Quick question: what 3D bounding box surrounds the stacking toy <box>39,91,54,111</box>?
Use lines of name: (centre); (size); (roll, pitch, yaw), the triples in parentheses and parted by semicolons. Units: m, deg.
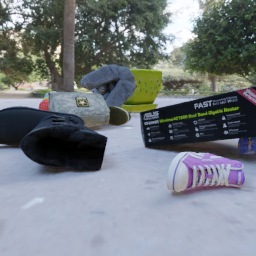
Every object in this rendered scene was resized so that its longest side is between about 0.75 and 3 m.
stacking toy: (-4.683, -1.407, 16.867); (1.279, 1.279, 2.996); (-1, 14, -6)

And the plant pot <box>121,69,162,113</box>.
plant pot: (0.274, -2.363, 17.918); (2.864, 2.612, 2.878); (8, 11, 43)

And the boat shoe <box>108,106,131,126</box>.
boat shoe: (-0.582, -0.513, 11.073); (0.689, 0.749, 2.096); (-14, 11, -43)

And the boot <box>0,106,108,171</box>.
boot: (-1.856, 0.180, 5.626); (2.394, 0.953, 2.905); (-4, 13, -16)

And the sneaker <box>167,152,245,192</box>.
sneaker: (1.121, 0.595, 3.775); (0.770, 0.489, 1.350); (10, 12, 40)

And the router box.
router box: (2.042, -0.235, 6.279); (2.898, 0.900, 2.172); (-9, -2, 44)

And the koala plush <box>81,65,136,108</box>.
koala plush: (-1.042, -1.827, 14.766); (2.553, 2.463, 2.778); (-41, 0, -24)

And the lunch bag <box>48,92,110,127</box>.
lunch bag: (-1.800, -0.623, 9.939); (1.825, 1.308, 2.225); (-3, 14, -23)

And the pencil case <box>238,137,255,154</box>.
pencil case: (2.868, 0.324, 5.967); (0.994, 0.432, 0.388); (-2, 25, -10)
